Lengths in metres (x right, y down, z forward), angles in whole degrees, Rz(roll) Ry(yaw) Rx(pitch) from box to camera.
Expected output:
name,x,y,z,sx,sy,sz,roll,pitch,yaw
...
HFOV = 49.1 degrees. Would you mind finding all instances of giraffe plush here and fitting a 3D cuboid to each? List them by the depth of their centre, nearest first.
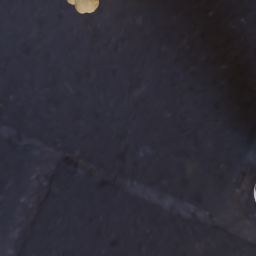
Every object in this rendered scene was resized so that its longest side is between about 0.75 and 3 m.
name,x,y,z,sx,sy,sz,roll,pitch,yaw
giraffe plush,-0.622,-3.993,6.604,1.825,1.941,2.250,-16,61,-19

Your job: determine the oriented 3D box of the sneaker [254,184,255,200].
name,x,y,z,sx,sy,sz,roll,pitch,yaw
sneaker,3.248,0.424,5.689,1.125,2.792,2.045,4,103,28
